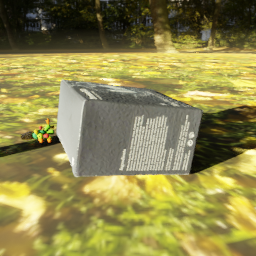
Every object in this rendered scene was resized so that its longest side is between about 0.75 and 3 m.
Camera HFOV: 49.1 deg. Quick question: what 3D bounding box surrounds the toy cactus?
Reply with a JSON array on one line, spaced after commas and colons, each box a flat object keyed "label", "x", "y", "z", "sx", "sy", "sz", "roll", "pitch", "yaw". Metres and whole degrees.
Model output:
[{"label": "toy cactus", "x": -1.986, "y": 0.106, "z": 6.151, "sx": 0.714, "sy": 0.443, "sz": 0.865, "roll": -10, "pitch": 21, "yaw": -8}]

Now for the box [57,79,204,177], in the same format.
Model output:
[{"label": "box", "x": -0.116, "y": -0.078, "z": 5.126, "sx": 2.048, "sy": 1.203, "sz": 2.015, "roll": 2, "pitch": 16, "yaw": -23}]
